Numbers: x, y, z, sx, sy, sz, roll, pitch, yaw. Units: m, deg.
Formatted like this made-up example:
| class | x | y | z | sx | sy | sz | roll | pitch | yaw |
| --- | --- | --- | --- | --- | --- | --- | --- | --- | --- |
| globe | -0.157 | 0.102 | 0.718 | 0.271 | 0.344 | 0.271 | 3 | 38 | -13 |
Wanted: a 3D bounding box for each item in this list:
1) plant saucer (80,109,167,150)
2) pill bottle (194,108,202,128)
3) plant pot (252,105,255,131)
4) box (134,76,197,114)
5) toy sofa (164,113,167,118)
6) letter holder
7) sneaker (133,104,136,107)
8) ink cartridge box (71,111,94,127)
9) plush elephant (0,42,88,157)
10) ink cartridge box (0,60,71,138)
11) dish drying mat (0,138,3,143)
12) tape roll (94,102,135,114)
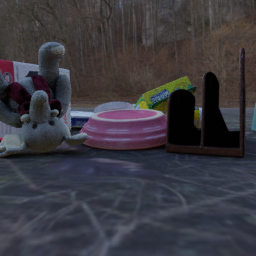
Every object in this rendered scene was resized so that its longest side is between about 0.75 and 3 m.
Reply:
| class | x | y | z | sx | sy | sz | roll | pitch | yaw |
| --- | --- | --- | --- | --- | --- | --- | --- | --- | --- |
| plant saucer | -0.013 | -0.060 | 6.582 | 2.261 | 0.573 | 2.261 | -3 | 12 | 1 |
| pill bottle | 2.385 | -0.377 | 10.393 | 1.359 | 0.756 | 0.756 | 0 | 5 | 5 |
| plant pot | 5.338 | -0.765 | 9.335 | 2.159 | 1.733 | 2.159 | 1 | 5 | 0 |
| box | 1.134 | -0.898 | 9.800 | 1.706 | 0.703 | 2.907 | -23 | -4 | -12 |
| toy sofa | 1.209 | -0.552 | 12.462 | 0.869 | 0.737 | 1.781 | -5 | 8 | -38 |
| letter holder | 1.873 | -0.617 | 6.214 | 1.412 | 1.996 | 2.808 | 2 | 6 | 22 |
| sneaker | 1.179 | -0.993 | 16.304 | 2.612 | 1.062 | 1.152 | -7 | 4 | 14 |
| ink cartridge box | -1.775 | -0.346 | 10.637 | 2.126 | 0.433 | 2.131 | 1 | 8 | -37 |
| plush elephant | -1.758 | -0.298 | 5.358 | 1.823 | 2.213 | 1.714 | -17 | 35 | -27 |
| ink cartridge box | -2.981 | -0.802 | 8.026 | 1.180 | 2.033 | 2.755 | 3 | 7 | 32 |
| dish drying mat | -3.367 | 0.297 | 6.202 | 1.952 | 0.178 | 0.750 | 0 | 4 | -3 |
| tape roll | -0.376 | -0.423 | 7.888 | 1.171 | 0.214 | 1.171 | -6 | -18 | -2 |
